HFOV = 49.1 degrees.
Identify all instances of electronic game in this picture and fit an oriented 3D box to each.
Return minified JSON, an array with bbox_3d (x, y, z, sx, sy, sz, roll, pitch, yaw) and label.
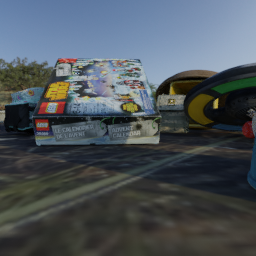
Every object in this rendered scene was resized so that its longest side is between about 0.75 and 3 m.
[{"bbox_3d":[2.540,-0.474,5.640,2.799,0.582,2.799,4,-20,1],"label":"electronic game"}]

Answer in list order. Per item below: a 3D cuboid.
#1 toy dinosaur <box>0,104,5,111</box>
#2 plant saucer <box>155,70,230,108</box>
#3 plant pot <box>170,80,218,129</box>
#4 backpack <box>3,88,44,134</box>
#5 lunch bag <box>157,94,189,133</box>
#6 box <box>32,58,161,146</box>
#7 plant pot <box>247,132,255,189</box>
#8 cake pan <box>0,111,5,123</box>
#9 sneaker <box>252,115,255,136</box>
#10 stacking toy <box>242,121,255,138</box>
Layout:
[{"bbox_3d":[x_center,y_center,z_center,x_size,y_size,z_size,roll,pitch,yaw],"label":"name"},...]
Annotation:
[{"bbox_3d":[-4.594,-0.470,8.457,1.949,0.995,1.323,14,7,-9],"label":"toy dinosaur"},{"bbox_3d":[2.249,-0.896,8.577,2.814,0.415,2.814,13,-24,6],"label":"plant saucer"},{"bbox_3d":[2.009,-0.588,8.177,1.289,1.298,1.328,2,-7,27],"label":"plant pot"},{"bbox_3d":[-2.003,-0.382,6.503,1.398,1.071,1.229,5,-6,-42],"label":"backpack"},{"bbox_3d":[1.082,-0.356,6.736,0.765,0.933,0.548,2,4,20],"label":"lunch bag"},{"bbox_3d":[-0.553,-0.665,5.353,1.909,0.556,2.789,-1,31,-5],"label":"box"},{"bbox_3d":[1.657,-0.259,1.933,1.512,1.421,1.512,0,3,0],"label":"plant pot"},{"bbox_3d":[-5.427,-0.508,12.092,2.570,0.471,2.570,0,4,0],"label":"cake pan"},{"bbox_3d":[2.862,-0.108,4.208,1.349,0.742,1.842,-7,-3,2],"label":"sneaker"},{"bbox_3d":[2.856,-0.030,5.525,1.224,0.523,0.523,-4,4,-4],"label":"stacking toy"}]
